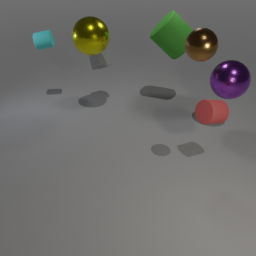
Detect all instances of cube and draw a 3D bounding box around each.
[{"bbox_3d":[-1.202,-3.013,12.281,0.700,0.700,0.700,-18,8,-34],"label":"cube"}]

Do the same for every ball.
[{"bbox_3d":[3.681,-1.739,10.122,1.400,1.400,1.400,0,30,0],"label":"ball"},{"bbox_3d":[1.579,-1.788,6.030,0.700,0.700,0.700,0,30,0],"label":"ball"},{"bbox_3d":[-1.384,-3.423,10.457,1.400,1.400,1.400,0,30,0],"label":"ball"}]

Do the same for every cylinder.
[{"bbox_3d":[-3.571,-3.737,11.895,0.700,0.700,0.700,-11,30,2],"label":"cylinder"},{"bbox_3d":[1.864,-3.825,11.601,1.400,1.400,1.400,39,25,-17],"label":"cylinder"},{"bbox_3d":[2.434,-0.469,8.120,0.700,0.700,0.700,-2,26,-34],"label":"cylinder"}]
